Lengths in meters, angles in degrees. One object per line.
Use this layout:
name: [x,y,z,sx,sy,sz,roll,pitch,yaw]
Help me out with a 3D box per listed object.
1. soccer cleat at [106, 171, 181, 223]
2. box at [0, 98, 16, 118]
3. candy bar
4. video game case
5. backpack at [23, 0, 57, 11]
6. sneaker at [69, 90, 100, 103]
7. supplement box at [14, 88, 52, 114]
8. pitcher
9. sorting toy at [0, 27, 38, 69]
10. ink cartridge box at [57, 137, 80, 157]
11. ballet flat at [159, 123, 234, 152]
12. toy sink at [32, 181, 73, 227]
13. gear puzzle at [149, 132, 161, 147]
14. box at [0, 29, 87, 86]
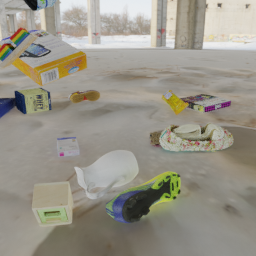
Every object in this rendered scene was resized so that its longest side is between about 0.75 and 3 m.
soccer cleat: [0.326,1.138,4.957,0.709,0.548,1.695,-4,9,44]
box: [-5.261,-0.757,10.487,1.584,0.424,2.614,-1,18,-3]
candy bar: [1.824,-1.093,11.274,0.604,0.268,2.423,-43,19,9]
video game case: [3.065,-1.039,11.414,1.659,0.297,1.504,-14,24,-34]
backpack: [-1.413,-2.205,4.104,0.699,0.909,0.742,-21,2,-31]
sneaker: [-1.909,-1.440,12.234,1.367,0.512,0.616,-9,28,-26]
supplement box: [-3.697,-1.079,10.896,1.075,0.722,1.076,-13,23,-33]
pitcher: [-0.349,0.918,5.426,1.160,0.703,0.995,-17,29,-18]
sorting toy: [-2.391,-1.721,5.925,0.930,0.325,0.935,-44,21,3]
ink cartridge box: [-1.577,0.477,7.327,0.532,0.187,0.892,-5,23,-14]
ballet flat: [1.861,0.203,7.195,2.151,0.687,0.813,-5,46,-16]
toy sink: [-1.179,1.279,4.509,0.534,0.819,0.459,-3,49,-7]
gear puzzle: [1.305,0.334,7.727,1.419,0.186,0.735,-1,27,1]
box: [-2.938,-2.478,9.301,1.745,0.608,2.932,-31,49,-32]
